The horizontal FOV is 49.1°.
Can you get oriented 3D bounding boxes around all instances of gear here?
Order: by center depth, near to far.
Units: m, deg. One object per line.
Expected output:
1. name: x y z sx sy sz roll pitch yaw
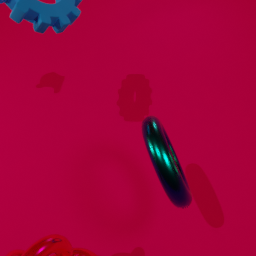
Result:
1. gear: -1.612 -2.492 4.955 1.652 0.306 1.652 18 60 -36

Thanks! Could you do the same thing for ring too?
1. ring: 0.651 0.550 4.704 0.325 1.624 1.624 -23 63 9

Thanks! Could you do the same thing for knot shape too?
1. knot shape: -1.224 2.094 4.139 1.603 1.500 0.741 -11 56 2
